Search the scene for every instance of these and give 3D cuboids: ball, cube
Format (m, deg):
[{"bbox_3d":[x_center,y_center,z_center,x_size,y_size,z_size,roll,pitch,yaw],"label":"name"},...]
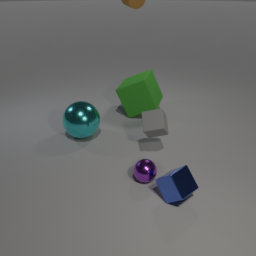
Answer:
[{"bbox_3d":[0.511,1.258,8.283,0.700,0.700,0.700,0,28,0],"label":"ball"},{"bbox_3d":[0.893,-0.148,9.205,0.700,0.700,0.700,-10,69,17],"label":"cube"},{"bbox_3d":[-1.738,-0.303,10.475,1.400,1.400,1.400,0,28,0],"label":"ball"},{"bbox_3d":[0.531,-1.506,12.209,1.400,1.400,1.400,-16,23,26],"label":"cube"},{"bbox_3d":[1.306,1.505,7.511,0.700,0.700,0.700,-22,-7,-36],"label":"cube"}]

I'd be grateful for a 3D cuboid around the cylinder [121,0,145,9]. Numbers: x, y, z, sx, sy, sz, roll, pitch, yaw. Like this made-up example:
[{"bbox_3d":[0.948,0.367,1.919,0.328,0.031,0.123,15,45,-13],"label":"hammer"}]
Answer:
[{"bbox_3d":[0.180,-4.710,10.075,0.700,0.700,0.700,-12,36,-21],"label":"cylinder"}]
